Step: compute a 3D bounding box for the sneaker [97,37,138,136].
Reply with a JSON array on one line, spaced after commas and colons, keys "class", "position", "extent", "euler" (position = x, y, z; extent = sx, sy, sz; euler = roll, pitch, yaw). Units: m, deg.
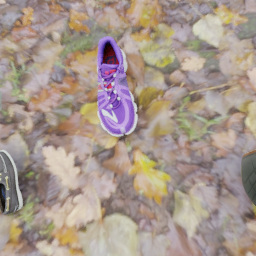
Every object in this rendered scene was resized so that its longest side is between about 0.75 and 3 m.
[{"class": "sneaker", "position": [-0.509, -1.222, 8.124], "extent": [1.202, 1.244, 2.981], "euler": [-12, 78, 5]}]

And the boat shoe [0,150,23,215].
[{"class": "boat shoe", "position": [-3.328, 1.456, 7.545], "extent": [0.609, 0.515, 1.709], "euler": [-15, 90, 32]}]

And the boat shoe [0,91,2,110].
[{"class": "boat shoe", "position": [-4.019, -0.845, 8.333], "extent": [0.387, 0.379, 1.086], "euler": [-24, 49, 3]}]

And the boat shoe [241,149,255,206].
[{"class": "boat shoe", "position": [3.640, 1.686, 7.182], "extent": [0.949, 0.927, 2.509], "euler": [-25, 96, 24]}]
